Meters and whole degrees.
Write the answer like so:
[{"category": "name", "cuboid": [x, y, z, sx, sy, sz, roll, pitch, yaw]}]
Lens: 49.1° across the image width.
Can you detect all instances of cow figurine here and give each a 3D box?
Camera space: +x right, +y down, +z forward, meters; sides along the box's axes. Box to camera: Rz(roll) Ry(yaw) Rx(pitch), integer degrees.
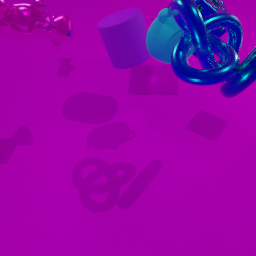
[{"category": "cow figurine", "cuboid": [-1.915, -2.145, 5.872, 1.480, 1.457, 0.813, -3, 94, -11]}]

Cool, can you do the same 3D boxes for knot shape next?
[{"category": "knot shape", "cuboid": [1.331, -1.372, 4.816, 1.714, 0.792, 1.604, 27, 57, -22]}]

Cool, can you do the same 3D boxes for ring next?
[{"category": "ring", "cuboid": [2.328, -1.217, 5.041, 0.340, 1.698, 1.698, 43, 64, 6]}]

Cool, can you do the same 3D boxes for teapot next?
[{"category": "teapot", "cuboid": [1.051, -2.028, 6.336, 1.227, 1.973, 0.966, -35, 52, 3]}]

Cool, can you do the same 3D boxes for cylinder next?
[{"category": "cylinder", "cuboid": [-0.056, -2.434, 7.630, 1.228, 1.228, 1.228, -16, 34, 11]}]

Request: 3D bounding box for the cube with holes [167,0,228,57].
[{"category": "cube with holes", "cuboid": [2.067, -3.346, 8.539, 1.380, 1.380, 1.380, 27, 44, -24]}]
